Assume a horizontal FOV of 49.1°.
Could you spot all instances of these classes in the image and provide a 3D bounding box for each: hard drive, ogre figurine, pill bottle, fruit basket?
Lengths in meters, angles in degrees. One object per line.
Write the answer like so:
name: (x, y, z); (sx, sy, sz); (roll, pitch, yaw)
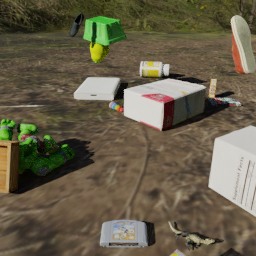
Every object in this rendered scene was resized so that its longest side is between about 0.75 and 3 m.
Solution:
hard drive: (-1.519, -2.121, 14.829); (1.949, 0.388, 2.956); (2, 25, 5)
ogre figurine: (-2.753, 0.562, 7.803); (2.227, 1.093, 1.335); (44, 30, -11)
pill bottle: (1.684, -3.642, 17.510); (1.769, 0.984, 0.984); (5, 24, 11)
fruit basket: (-1.129, -3.987, 12.834); (1.437, 1.993, 1.993); (-30, 36, -31)

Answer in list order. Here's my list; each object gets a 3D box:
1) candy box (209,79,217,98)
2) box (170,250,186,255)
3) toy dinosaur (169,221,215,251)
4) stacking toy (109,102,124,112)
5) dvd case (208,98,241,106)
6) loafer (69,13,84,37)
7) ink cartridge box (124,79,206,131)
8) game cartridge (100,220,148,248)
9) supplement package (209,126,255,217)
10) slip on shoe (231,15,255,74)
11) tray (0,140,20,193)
candy box: (4.122, -1.929, 13.637); (0.252, 0.891, 0.520); (5, 7, 12)
box: (0.593, 2.432, 3.974); (0.910, 0.877, 0.555); (-21, 31, -38)
toy dinosaur: (1.154, 2.131, 5.469); (0.993, 0.236, 0.437); (15, 14, 31)
stacking toy: (-0.466, -0.891, 12.185); (0.323, 0.323, 0.757); (-20, 35, -37)
dvd case: (4.513, -1.220, 13.108); (1.263, 0.139, 0.922); (-1, 24, 0)
loafer: (-2.182, -4.342, 11.763); (0.357, 1.051, 0.369); (30, 6, 0)
ink cartridge box: (1.526, -1.079, 11.443); (2.844, 1.218, 2.099); (-19, 30, -40)
game cartridge: (-0.077, 2.103, 5.603); (0.919, 0.191, 0.612); (0, 28, 0)
supplement package: (3.261, 1.103, 6.267); (1.449, 1.431, 2.390); (-15, 28, -30)
slip on shoe: (4.557, -3.350, 11.447); (0.899, 2.427, 0.743); (-16, 5, -29)
tray: (-3.982, 0.856, 7.049); (2.469, 1.218, 0.457); (4, 3, 9)
